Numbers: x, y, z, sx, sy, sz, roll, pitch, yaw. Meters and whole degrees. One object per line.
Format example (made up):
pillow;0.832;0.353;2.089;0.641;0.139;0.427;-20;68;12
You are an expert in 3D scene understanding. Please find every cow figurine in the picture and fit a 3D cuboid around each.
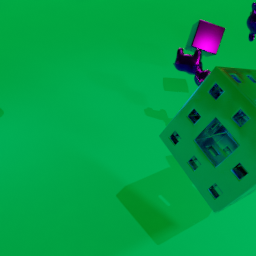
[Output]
cow figurine;1.645;-1.501;7.183;1.032;1.015;0.566;9;-4;17

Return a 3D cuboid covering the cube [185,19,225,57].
cube;2.493;-2.906;9.162;0.872;0.872;0.872;17;8;-5

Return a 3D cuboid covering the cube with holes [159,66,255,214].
cube with holes;1.549;0.111;3.866;1.310;1.310;1.310;-8;54;-42

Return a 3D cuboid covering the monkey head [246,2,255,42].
monkey head;4.196;-3.567;9.262;0.757;1.256;0.904;-22;37;-16
